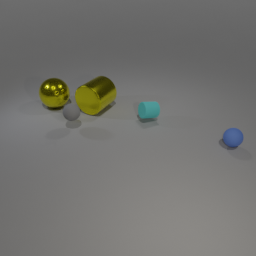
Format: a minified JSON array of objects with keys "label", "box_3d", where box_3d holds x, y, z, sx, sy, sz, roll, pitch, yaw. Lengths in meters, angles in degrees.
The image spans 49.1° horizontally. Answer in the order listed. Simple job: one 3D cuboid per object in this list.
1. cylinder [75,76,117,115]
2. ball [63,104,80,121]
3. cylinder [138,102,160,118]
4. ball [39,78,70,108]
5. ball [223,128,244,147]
[{"label":"cylinder","box_3d":[-1.446,-1.498,12.747,1.400,1.400,1.400,16,35,24]},{"label":"ball","box_3d":[-2.260,-0.629,11.209,0.700,0.700,0.700,0,31,0]},{"label":"cylinder","box_3d":[0.890,-0.768,11.920,0.700,0.700,0.700,-4,30,-27]},{"label":"ball","box_3d":[-3.411,-1.622,12.996,1.400,1.400,1.400,0,31,0]},{"label":"ball","box_3d":[3.838,0.341,10.219,0.700,0.700,0.700,0,31,0]}]
